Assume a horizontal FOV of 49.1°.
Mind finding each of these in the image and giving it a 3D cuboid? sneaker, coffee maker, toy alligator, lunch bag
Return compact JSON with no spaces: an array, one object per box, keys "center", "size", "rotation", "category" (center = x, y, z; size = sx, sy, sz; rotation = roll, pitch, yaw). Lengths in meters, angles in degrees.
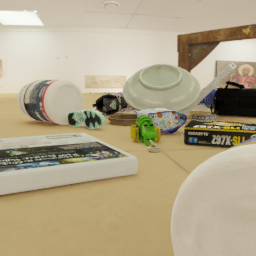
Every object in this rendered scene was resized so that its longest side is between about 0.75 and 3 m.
[{"center":[-1.027,-0.347,8.832],"size":[1.572,0.611,1.099],"rotation":[8,13,41],"category":"sneaker"},{"center":[4.616,-0.966,11.494],"size":[1.968,1.326,1.890],"rotation":[4,45,31],"category":"coffee maker"},{"center":[2.751,-1.245,13.410],"size":[2.937,1.186,1.696],"rotation":[-3,10,31],"category":"sneaker"},{"center":[-0.236,-1.014,11.852],"size":[2.923,1.136,2.045],"rotation":[-6,8,38],"category":"sneaker"},{"center":[0.435,0.038,6.472],"size":[0.630,0.576,2.125],"rotation":[-1,9,-6],"category":"toy alligator"},{"center":[0.931,-0.221,7.779],"size":[1.143,0.708,0.972],"rotation":[-12,13,-19],"category":"lunch bag"}]

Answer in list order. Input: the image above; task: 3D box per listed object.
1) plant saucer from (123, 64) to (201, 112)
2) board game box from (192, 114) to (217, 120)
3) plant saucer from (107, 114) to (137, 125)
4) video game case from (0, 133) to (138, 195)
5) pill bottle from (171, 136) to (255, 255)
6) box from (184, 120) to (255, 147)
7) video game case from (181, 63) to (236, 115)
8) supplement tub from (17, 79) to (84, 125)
[{"center":[1.154,-1.589,9.834],"size":[2.763,0.693,2.763],"rotation":[-4,44,3],"category":"plant saucer"},{"center":[2.997,-0.438,10.914],"size":[0.856,0.148,0.580],"rotation":[-7,11,-40],"category":"board game box"},{"center":[0.082,-0.287,9.694],"size":[1.591,0.234,1.591],"rotation":[-1,8,0],"category":"plant saucer"},{"center":[-1.583,0.482,4.573],"size":[2.680,0.313,2.436],"rotation":[-4,9,-27],"category":"video game case"},{"center":[1.249,0.493,1.948],"size":[1.079,1.079,1.944],"rotation":[8,12,41],"category":"pill bottle"},{"center":[2.258,0.117,6.516],"size":[1.743,0.430,1.392],"rotation":[3,11,19],"category":"box"},{"center":[3.276,-1.584,11.349],"size":[0.279,2.537,2.312],"rotation":[46,27,7],"category":"video game case"},{"center":[-2.706,-0.928,9.685],"size":[2.111,1.481,1.481],"rotation":[8,12,41],"category":"supplement tub"}]
